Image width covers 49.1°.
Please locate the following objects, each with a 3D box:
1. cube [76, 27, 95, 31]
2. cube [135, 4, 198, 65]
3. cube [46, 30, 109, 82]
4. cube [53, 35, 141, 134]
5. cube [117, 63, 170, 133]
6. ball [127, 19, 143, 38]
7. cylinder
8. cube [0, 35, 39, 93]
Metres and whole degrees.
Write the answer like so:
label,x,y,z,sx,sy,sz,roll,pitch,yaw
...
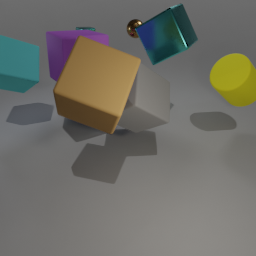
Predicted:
label,x,y,z,sx,sy,sz,roll,pitch,yaw
cube,-1.957,-4.277,12.957,0.700,0.700,0.700,-12,29,-27
cube,1.364,-3.224,9.659,1.400,1.400,1.400,-19,17,35
cube,-1.502,-2.111,8.376,1.400,1.400,1.400,-14,30,-30
cube,-0.696,-0.884,6.228,1.400,1.400,1.400,20,71,-4
cube,0.286,-0.834,8.379,1.400,1.400,1.400,-19,58,44
ball,0.292,-3.824,10.797,0.700,0.700,0.700,0,31,0
cylinder,3.787,-1.636,9.756,1.400,1.400,1.400,27,8,-44
cube,-4.110,-2.203,9.993,1.400,1.400,1.400,7,-16,-41
